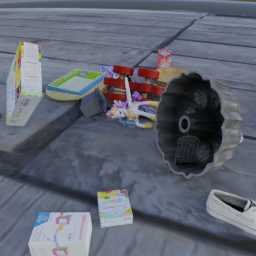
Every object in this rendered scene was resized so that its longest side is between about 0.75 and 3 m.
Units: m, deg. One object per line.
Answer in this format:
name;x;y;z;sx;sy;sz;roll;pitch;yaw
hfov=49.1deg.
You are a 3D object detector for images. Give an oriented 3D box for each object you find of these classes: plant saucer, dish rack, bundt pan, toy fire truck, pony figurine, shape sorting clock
plant saucer;2.244;-2.477;13.953;2.183;0.386;2.183;0;31;0
dish rack;1.714;0.662;8.051;0.686;0.894;0.244;1;30;-5
bundt pan;1.992;-0.090;7.865;1.100;2.932;2.932;1;27;-28
toy fire truck;0.426;-1.754;12.032;2.670;1.497;2.242;13;8;20
pony figurine;0.161;-0.771;10.329;1.957;1.629;1.889;11;38;-12
shape sorting clock;-2.278;-1.982;12.920;2.993;0.587;2.993;-4;35;3

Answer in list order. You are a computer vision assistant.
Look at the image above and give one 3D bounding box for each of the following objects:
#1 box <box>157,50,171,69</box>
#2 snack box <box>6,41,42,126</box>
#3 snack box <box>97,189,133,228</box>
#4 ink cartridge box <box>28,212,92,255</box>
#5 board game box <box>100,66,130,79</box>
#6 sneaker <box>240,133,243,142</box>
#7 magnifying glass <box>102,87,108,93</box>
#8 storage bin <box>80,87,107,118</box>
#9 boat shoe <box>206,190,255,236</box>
box;2.024;-3.822;15.801;0.756;0.789;1.583;3;31;6
snack box;-3.489;-1.339;9.240;0.683;2.576;1.832;5;69;-31
snack box;-0.328;1.909;6.747;0.757;0.304;0.897;-5;33;-10
ink cartridge box;-1.395;2.262;5.974;1.160;0.491;0.838;1;31;-1
board game box;-0.682;-2.855;14.477;0.967;0.322;1.439;-6;30;-31
sneaker;2.886;0.189;9.217;1.853;0.702;0.714;-3;27;-3
magnifying glass;-1.172;-2.138;13.442;0.868;0.244;2.182;6;25;-11
storage bin;-1.362;-0.927;11.084;0.825;0.894;1.229;-25;29;13
boat shoe;2.761;1.916;6.431;1.864;0.612;0.671;18;36;28
